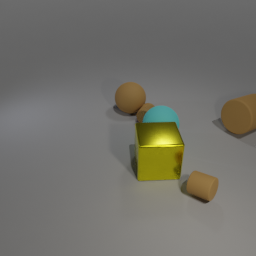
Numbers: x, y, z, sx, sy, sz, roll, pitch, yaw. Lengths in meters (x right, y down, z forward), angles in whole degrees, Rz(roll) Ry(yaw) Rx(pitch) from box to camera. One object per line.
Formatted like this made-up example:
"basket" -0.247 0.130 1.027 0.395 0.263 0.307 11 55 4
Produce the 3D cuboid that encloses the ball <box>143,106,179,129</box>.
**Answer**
"ball" 1.255 -0.156 10.694 1.400 1.400 1.400 0 32 0

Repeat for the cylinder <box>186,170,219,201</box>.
"cylinder" 2.181 1.679 8.189 0.700 0.700 0.700 16 35 36

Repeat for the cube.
"cube" 0.966 0.742 9.231 1.400 1.400 1.400 -2 32 -3

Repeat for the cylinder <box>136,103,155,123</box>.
"cylinder" 0.801 -0.613 11.998 0.700 0.700 0.700 13 37 19

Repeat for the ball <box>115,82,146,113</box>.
"ball" 0.108 -1.357 12.547 1.400 1.400 1.400 0 32 0

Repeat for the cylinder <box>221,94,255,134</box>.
"cylinder" 4.718 -0.579 11.200 1.400 1.400 1.400 -16 35 -33
